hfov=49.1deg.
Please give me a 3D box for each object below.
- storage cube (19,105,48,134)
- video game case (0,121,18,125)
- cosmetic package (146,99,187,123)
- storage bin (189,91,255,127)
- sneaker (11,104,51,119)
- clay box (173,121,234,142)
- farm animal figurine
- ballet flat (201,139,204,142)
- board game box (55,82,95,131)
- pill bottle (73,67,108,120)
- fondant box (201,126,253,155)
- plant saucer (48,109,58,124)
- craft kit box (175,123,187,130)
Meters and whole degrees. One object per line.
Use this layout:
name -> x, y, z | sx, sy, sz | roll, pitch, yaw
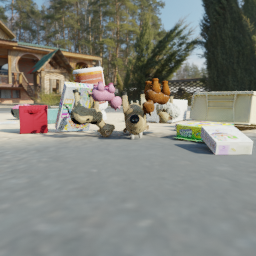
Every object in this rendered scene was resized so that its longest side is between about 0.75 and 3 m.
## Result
storage cube -> -3.298, -0.318, 9.838 | 0.912, 0.959, 1.067 | -1, 7, -14
video game case -> -5.842, -0.241, 13.349 | 0.975, 0.085, 0.697 | -4, 7, -34
cosmetic package -> 2.065, -0.927, 14.689 | 1.495, 1.179, 2.779 | 5, 6, 24
storage bin -> 4.222, -0.724, 11.330 | 2.526, 1.192, 2.544 | 6, 3, 44
sneaker -> -5.744, -0.840, 16.537 | 2.288, 0.919, 0.988 | 0, -13, -38
clay box -> 2.260, 0.086, 8.364 | 1.064, 0.441, 1.851 | 7, 9, 43
farm animal figurine -> -0.032, -0.361, 8.581 | 2.947, 1.537, 2.915 | -6, -8, 20
ballet flat -> 2.315, 0.254, 7.194 | 0.848, 0.298, 0.285 | 8, 10, 31
board game box -> -1.737, -0.682, 9.577 | 1.198, 1.781, 0.305 | 0, 37, -30
pill bottle -> -1.789, -1.614, 13.742 | 1.447, 2.580, 1.447 | -8, 11, 2
fondant box -> 2.196, 0.252, 6.364 | 0.797, 0.322, 1.105 | 0, 17, -2
plant saucer -> -3.211, -0.649, 14.069 | 2.610, 0.248, 0.912 | -5, 49, -47
craft kit box -> 2.612, -0.018, 10.276 | 1.266, 0.311, 1.282 | -6, 8, -26
